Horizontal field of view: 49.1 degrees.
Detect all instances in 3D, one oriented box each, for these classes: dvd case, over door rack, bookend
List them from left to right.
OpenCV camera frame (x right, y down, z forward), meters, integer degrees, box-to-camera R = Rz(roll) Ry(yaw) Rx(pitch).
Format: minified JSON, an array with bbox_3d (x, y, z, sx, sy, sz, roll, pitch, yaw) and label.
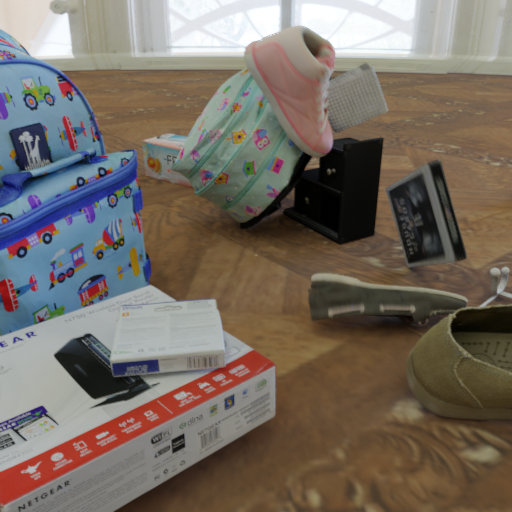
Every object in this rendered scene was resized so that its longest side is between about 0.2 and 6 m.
[{"bbox_3d":[1.450,-1.511,11.078,0.901,1.956,1.944,-14,30,-28],"label":"bookend"},{"bbox_3d":[2.602,-0.570,8.785,0.240,1.458,1.940,-15,-3,-6],"label":"dvd case"},{"bbox_3d":[3.812,0.780,7.635,1.526,0.688,2.065,20,32,34],"label":"over door rack"}]

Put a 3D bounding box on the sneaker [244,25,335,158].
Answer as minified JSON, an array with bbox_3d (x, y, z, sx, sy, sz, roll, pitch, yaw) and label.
[{"bbox_3d":[0.941,-2.725,9.351,1.261,2.412,0.908,-16,40,34],"label":"sneaker"}]

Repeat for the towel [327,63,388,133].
[{"bbox_3d":[1.804,-2.980,10.549,1.139,0.943,0.487,-21,23,20],"label":"towel"}]

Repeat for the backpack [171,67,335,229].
[{"bbox_3d":[-0.047,-2.346,11.277,2.309,3.044,3.648,31,50,-12],"label":"backpack"}]

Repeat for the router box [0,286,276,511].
[{"bbox_3d":[-1.601,1.383,5.745,2.730,0.667,2.451,-20,30,-37],"label":"router box"}]

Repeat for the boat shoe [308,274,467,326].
[{"bbox_3d":[1.826,0.735,7.895,2.269,0.647,0.759,9,-11,-5],"label":"boat shoe"}]

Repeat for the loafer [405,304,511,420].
[{"bbox_3d":[3.436,1.116,5.994,3.487,1.176,1.326,-6,54,2],"label":"loafer"}]

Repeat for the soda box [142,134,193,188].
[{"bbox_3d":[-1.407,-2.277,13.864,3.047,0.969,1.042,19,31,33],"label":"soda box"}]

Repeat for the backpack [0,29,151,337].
[{"bbox_3d":[-3.347,-0.925,7.400,2.685,3.991,3.643,14,28,28],"label":"backpack"}]

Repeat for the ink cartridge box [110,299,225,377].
[{"bbox_3d":[-0.910,0.827,5.846,1.113,0.226,1.116,-4,24,-6],"label":"ink cartridge box"}]
